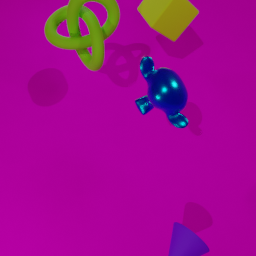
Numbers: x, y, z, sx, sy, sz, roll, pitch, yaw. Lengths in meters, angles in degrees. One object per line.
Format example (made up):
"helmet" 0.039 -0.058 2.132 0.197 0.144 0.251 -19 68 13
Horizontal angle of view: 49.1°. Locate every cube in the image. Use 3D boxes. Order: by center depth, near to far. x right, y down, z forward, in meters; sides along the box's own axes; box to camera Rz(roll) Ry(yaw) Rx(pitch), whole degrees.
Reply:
"cube" 1.125 -3.350 7.984 1.060 1.060 1.060 14 39 -41

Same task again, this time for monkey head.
"monkey head" 0.588 -0.608 5.369 1.062 0.890 1.476 -30 92 15

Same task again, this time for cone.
"cone" 1.035 2.564 5.697 0.880 0.880 0.883 38 69 15

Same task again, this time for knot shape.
"knot shape" -1.041 -2.625 7.126 2.001 0.925 1.873 46 117 3
